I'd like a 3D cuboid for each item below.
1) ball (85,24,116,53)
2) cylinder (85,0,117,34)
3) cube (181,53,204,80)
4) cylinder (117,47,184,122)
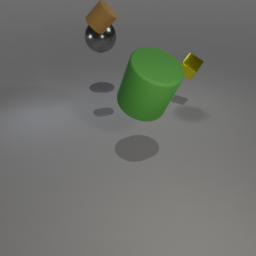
[{"bbox_3d":[-1.209,-4.037,12.348,1.400,1.400,1.400,0,30,0],"label":"ball"},{"bbox_3d":[-0.805,-3.346,8.473,0.700,0.700,0.700,36,31,-27],"label":"cylinder"},{"bbox_3d":[2.662,-2.616,11.937,0.700,0.700,0.700,36,72,6],"label":"cube"},{"bbox_3d":[0.541,-1.120,7.292,1.400,1.400,1.400,10,51,-12],"label":"cylinder"}]
